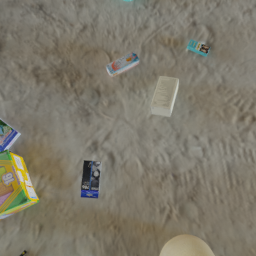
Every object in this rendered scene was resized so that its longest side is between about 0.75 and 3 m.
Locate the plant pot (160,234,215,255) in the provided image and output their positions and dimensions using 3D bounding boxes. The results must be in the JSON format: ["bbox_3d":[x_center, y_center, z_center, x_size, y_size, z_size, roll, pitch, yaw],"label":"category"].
[{"bbox_3d":[1.865,4.076,7.922,1.802,1.924,1.802,0,75,0],"label":"plant pot"}]

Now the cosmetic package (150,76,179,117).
[{"bbox_3d":[1.283,-1.105,9.705,0.708,0.500,1.368,12,61,15],"label":"cosmetic package"}]

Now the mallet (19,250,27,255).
[{"bbox_3d":[-3.653,4.250,8.791,0.347,0.217,1.054,34,74,12],"label":"mallet"}]

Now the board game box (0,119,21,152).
[{"bbox_3d":[-4.624,0.323,9.701,1.252,0.258,1.255,34,79,8],"label":"board game box"}]

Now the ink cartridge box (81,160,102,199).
[{"bbox_3d":[-1.214,1.690,9.203,0.613,0.242,1.233,4,82,-5],"label":"ink cartridge box"}]

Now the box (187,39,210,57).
[{"bbox_3d":[2.656,-3.019,10.558,0.805,0.198,0.331,25,77,6],"label":"box"}]

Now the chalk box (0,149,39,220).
[{"bbox_3d":[-4.385,2.048,8.372,2.730,1.698,1.690,-25,80,-11],"label":"chalk box"}]

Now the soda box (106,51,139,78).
[{"bbox_3d":[-0.193,-2.329,10.274,1.196,0.409,0.380,-29,80,-7],"label":"soda box"}]
